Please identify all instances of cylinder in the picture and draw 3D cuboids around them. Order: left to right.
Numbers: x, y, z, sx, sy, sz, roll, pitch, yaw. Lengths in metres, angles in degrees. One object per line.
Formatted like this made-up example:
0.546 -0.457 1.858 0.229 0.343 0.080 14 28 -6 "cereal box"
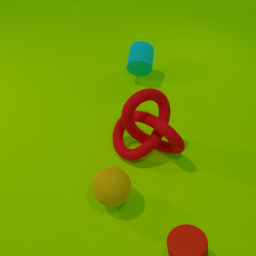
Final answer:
0.421 -2.296 9.334 0.845 0.845 0.845 6 65 6 "cylinder"
1.133 2.351 5.297 0.743 0.743 0.743 -8 33 5 "cylinder"

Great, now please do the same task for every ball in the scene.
-0.366 1.301 6.242 0.878 0.878 0.878 0 48 0 "ball"

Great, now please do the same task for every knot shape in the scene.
0.358 0.083 7.150 1.843 1.969 0.910 -25 16 27 "knot shape"
